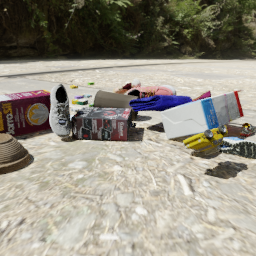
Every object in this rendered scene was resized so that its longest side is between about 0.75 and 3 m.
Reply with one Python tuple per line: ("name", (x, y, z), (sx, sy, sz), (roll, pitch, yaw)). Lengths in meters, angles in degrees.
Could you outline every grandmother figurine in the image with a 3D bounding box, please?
("grandmother figurine", (0.021, -2.375, 16.289), (1.246, 0.622, 2.055), (-35, 14, -36))

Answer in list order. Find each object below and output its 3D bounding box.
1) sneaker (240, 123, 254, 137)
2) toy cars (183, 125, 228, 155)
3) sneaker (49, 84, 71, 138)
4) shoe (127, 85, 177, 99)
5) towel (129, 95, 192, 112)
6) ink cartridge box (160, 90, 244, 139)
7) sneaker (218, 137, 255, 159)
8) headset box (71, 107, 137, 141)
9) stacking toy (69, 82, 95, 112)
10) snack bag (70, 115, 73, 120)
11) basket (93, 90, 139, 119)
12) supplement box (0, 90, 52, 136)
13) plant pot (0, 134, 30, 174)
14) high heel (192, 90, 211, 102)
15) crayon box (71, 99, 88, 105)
("sneaker", (4.341, -0.004, 10.116), (0.394, 0.415, 1.011), (11, 20, 30))
("toy cars", (2.129, 0.411, 7.624), (1.176, 0.581, 2.623), (-22, -9, 8))
("sneaker", (-2.270, -0.587, 9.326), (0.692, 1.852, 0.759), (-8, -8, -22))
("shoe", (1.201, -1.758, 14.931), (2.622, 0.937, 1.193), (9, 20, 42))
("towel", (1.282, -0.902, 10.616), (1.557, 0.522, 2.109), (-4, 1, 44))
("ink cartridge box", (2.799, -0.530, 9.869), (2.986, 1.004, 1.735), (-16, 1, -41))
("sneaker", (3.336, 0.501, 8.312), (1.409, 0.553, 0.628), (12, 24, 33))
("headset box", (-0.767, -0.177, 10.000), (2.138, 0.802, 1.589), (2, 18, 5))
("stacking toy", (-2.128, -1.519, 13.544), (0.385, 1.236, 1.639), (13, 21, 36))
("snack bag", (-2.415, -0.417, 11.960), (0.837, 0.090, 0.789), (-4, 19, -10))
("basket", (-0.432, -0.961, 12.037), (1.704, 1.159, 1.537), (8, 6, 11))
("supplement box", (-3.911, -0.547, 10.249), (2.438, 1.345, 1.044), (-15, 25, -38))
("plant pot", (-3.551, 0.620, 7.644), (1.585, 0.732, 1.585), (0, 19, 0))
("high heel", (3.472, -1.576, 14.468), (1.605, 0.772, 0.541), (-1, 18, -4))
("crayon box", (-2.593, -1.383, 14.787), (0.835, 0.215, 0.525), (8, 19, 21))
